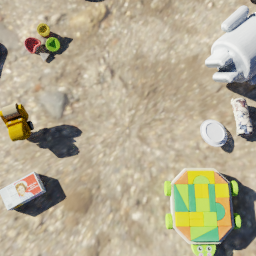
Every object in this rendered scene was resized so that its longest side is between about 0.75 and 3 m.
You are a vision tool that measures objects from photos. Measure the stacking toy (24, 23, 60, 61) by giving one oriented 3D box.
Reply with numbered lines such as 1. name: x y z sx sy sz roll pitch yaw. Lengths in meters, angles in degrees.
1. stacking toy: -2.918 -2.870 9.572 1.088 0.460 0.985 -47 106 -8

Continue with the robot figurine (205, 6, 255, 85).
1. robot figurine: 3.770 -2.538 8.758 2.782 1.571 2.359 -38 114 -9

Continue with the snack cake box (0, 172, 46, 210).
1. snack cake box: -3.098 1.857 8.264 1.127 0.379 0.648 -28 76 -7

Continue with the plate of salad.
1. plate of salad: 2.655 0.169 8.725 0.919 0.221 0.919 6 63 -13

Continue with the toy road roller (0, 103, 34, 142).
1. toy road roller: -3.286 -0.101 8.276 0.672 1.093 0.798 -19 34 0

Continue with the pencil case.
1. pencil case: 3.554 -0.344 8.773 0.540 0.469 1.207 0 75 -25

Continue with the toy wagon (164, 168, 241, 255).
1. toy wagon: 2.139 2.516 8.015 2.096 0.535 2.702 0 76 0
